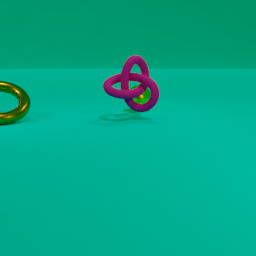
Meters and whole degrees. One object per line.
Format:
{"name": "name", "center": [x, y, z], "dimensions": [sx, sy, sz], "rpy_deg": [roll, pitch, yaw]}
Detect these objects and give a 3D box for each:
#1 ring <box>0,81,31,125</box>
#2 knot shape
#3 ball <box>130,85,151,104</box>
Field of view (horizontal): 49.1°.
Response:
{"name": "ring", "center": [-4.329, -0.889, 9.425], "dimensions": [2.001, 0.400, 2.001], "rpy_deg": [12, 44, -12]}
{"name": "knot shape", "center": [0.039, -1.452, 9.520], "dimensions": [1.793, 1.917, 0.886], "rpy_deg": [-9, -10, -13]}
{"name": "ball", "center": [0.449, -1.230, 11.485], "dimensions": [1.054, 1.054, 1.054], "rpy_deg": [0, 13, 0]}
